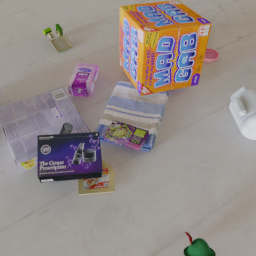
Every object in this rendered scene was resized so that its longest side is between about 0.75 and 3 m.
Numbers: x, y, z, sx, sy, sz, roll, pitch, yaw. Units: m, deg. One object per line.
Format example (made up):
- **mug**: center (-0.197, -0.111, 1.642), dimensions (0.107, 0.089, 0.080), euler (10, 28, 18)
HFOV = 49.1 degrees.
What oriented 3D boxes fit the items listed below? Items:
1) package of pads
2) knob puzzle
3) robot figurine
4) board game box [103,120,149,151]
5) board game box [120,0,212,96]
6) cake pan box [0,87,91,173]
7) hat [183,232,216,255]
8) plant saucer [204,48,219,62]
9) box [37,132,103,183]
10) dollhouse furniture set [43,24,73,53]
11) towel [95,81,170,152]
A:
- **package of pads**: center (-1.782, -1.980, 11.357), dimensions (0.919, 0.577, 1.525), euler (5, 50, 8)
- **knob puzzle**: center (-0.991, 1.499, 8.735), dimensions (1.362, 0.189, 1.362), euler (0, 51, 0)
- **robot figurine**: center (4.312, -0.469, 9.688), dimensions (1.810, 1.205, 2.134), euler (18, 43, -29)
- **board game box**: center (-0.059, 0.235, 9.421), dimensions (1.340, 0.216, 0.804), euler (18, 49, 17)
- **board game box**: center (1.237, -3.131, 10.774), dimensions (2.502, 2.501, 2.504), euler (-13, 44, -15)
- **cake pan box**: center (-2.951, -0.115, 9.743), dimensions (2.541, 0.722, 2.759), euler (-23, 54, -20)
- **hat**: center (1.748, 2.743, 6.921), dimensions (0.786, 0.949, 0.836), euler (-4, 94, 4)
- **plant saucer**: center (3.661, -3.270, 12.653), dimensions (0.872, 0.221, 0.872), euler (0, 51, 0)
- **box**: center (-1.726, 0.857, 8.364), dimensions (1.824, 0.719, 1.287), euler (-4, 65, -11)
- **dollhouse furniture set**: center (-3.316, -4.124, 13.312), dimensions (0.864, 0.662, 1.319), euler (-34, 87, -18)
- **towel**: center (0.200, -0.575, 10.347), dimensions (2.203, 0.357, 2.999), euler (12, 52, 11)
